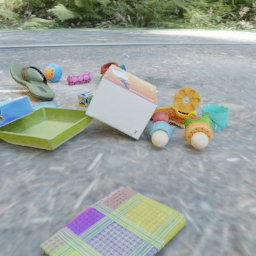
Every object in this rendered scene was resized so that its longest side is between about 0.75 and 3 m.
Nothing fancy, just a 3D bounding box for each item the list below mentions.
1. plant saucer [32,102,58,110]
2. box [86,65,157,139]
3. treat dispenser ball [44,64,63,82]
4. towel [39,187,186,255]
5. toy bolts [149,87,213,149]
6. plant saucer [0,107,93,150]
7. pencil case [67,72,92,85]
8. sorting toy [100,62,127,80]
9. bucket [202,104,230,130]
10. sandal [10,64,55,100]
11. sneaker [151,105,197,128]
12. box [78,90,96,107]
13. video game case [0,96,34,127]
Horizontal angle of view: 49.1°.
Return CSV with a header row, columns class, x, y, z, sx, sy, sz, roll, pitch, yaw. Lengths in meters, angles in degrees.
class,x,y,z,sx,sy,sz,roll,pitch,yaw
plant saucer,-2.993,-0.748,10.076,0.918,0.126,0.918,-1,23,0
box,-0.111,-0.863,8.283,1.628,1.137,2.139,26,21,-7
treat dispenser ball,-3.605,-2.653,13.514,0.868,0.868,0.868,0,24,0
towel,-0.146,1.665,4.467,1.461,0.232,2.034,20,31,36
toy bolts,1.289,-0.118,7.258,1.613,1.541,1.119,-12,26,17
plant saucer,-2.229,0.002,7.749,2.083,0.499,2.086,6,24,26
pencil case,-2.333,-2.364,13.287,1.189,0.539,0.557,-18,61,-37
sorting toy,-0.635,-2.375,13.169,1.246,0.851,2.074,-15,36,3
bucket,2.667,-0.345,8.612,0.867,0.564,0.867,0,24,0
sandal,-3.823,-2.051,11.482,1.145,0.822,2.882,-12,38,-44
sneaker,1.372,-0.500,8.845,1.762,0.680,0.643,14,28,32
box,-1.284,-1.169,10.682,0.440,0.404,1.255,21,30,38
video game case,-4.126,-0.121,7.345,2.174,0.545,2.398,-9,17,31
